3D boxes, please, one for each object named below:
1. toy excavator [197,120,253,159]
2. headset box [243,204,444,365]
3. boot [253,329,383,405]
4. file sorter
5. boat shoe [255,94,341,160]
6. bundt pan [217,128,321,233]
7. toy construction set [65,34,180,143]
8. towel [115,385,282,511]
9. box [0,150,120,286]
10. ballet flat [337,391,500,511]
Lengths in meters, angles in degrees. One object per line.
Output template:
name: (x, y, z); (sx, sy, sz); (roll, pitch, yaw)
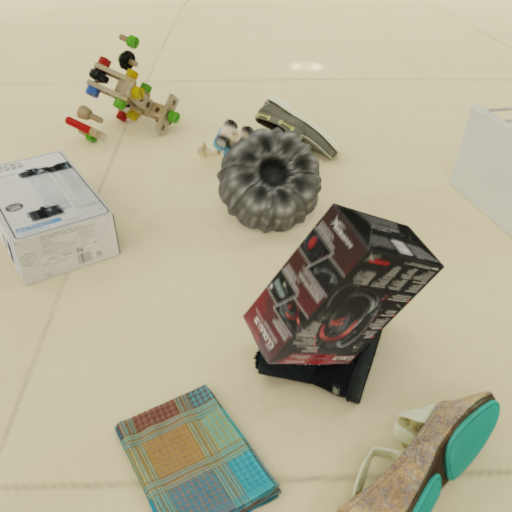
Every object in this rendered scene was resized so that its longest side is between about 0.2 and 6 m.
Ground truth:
toy excavator: (-0.811, -2.719, 13.954); (1.336, 1.374, 0.686); (22, 62, 2)
headset box: (1.027, 0.546, 7.197); (1.652, 2.223, 0.834); (9, 38, -42)
boot: (1.038, 1.220, 8.726); (1.714, 0.779, 2.040); (17, 45, 16)
file sorter: (5.888, -1.852, 12.058); (1.747, 1.947, 2.805); (-6, 36, -14)
boat shoe: (1.087, -3.285, 14.933); (0.832, 0.995, 2.785); (-49, 61, 3)
bundt pan: (0.330, -1.636, 11.510); (2.250, 0.845, 2.250); (1, 80, -7)
toy construction set: (-3.412, -4.015, 15.243); (2.181, 2.367, 2.839); (27, 63, 15)
towel: (-0.821, 2.623, 7.291); (1.482, 0.219, 2.021); (-19, 40, -26)
box: (-4.357, -0.933, 11.527); (1.945, 1.002, 3.334); (-20, 40, -25)
ballet flat: (1.978, 2.477, 6.913); (0.978, 0.990, 2.910); (19, 38, 40)
